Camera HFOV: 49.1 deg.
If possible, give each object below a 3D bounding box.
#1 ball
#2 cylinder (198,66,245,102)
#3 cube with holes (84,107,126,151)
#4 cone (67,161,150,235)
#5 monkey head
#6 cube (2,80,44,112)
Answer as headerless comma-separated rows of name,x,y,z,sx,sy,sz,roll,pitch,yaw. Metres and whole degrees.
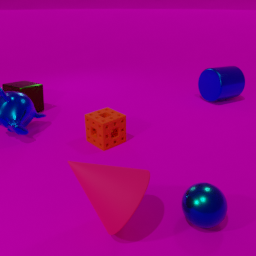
ball,1.273,1.287,4.689,0.745,0.745,0.745,0,25,0
cylinder,3.409,-1.634,10.258,1.197,1.197,1.197,-11,27,-26
cube with holes,-0.583,0.008,7.346,0.769,0.769,0.769,-22,34,-37
cone,-0.467,0.858,4.485,1.188,1.184,1.184,35,26,-6
monkey head,-2.974,-0.408,7.593,1.286,1.077,1.788,23,-11,40
cube,-3.428,-1.003,9.223,0.911,0.911,0.911,15,23,29
